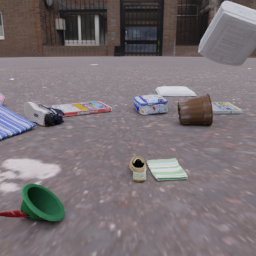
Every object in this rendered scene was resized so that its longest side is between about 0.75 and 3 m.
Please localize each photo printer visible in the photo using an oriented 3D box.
[{"bbox_3d":[3.083,-2.668,8.357,1.558,1.873,0.650,17,60,-2],"label":"photo printer"}]

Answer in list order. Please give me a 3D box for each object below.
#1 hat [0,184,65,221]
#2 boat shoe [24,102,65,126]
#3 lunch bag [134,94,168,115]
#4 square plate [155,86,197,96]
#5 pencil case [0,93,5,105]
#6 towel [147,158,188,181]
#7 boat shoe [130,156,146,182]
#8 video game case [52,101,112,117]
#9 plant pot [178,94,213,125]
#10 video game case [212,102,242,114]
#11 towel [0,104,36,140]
[{"bbox_3d":[-1.425,1.259,3.996,0.814,0.716,0.674,41,8,15],"label":"hat"},{"bbox_3d":[-2.636,-0.442,8.830,0.745,0.600,1.607,-4,22,-43],"label":"boat shoe"},{"bbox_3d":[0.780,-0.859,10.109,1.129,0.532,1.409,-5,17,-10],"label":"lunch bag"},{"bbox_3d":[2.279,-1.807,13.615,1.744,0.250,1.761,-1,17,-1],"label":"square plate"},{"bbox_3d":[-4.977,-1.001,10.543,0.533,0.533,1.219,-4,18,-12],"label":"pencil case"},{"bbox_3d":[0.751,0.797,5.468,0.637,0.098,0.836,-3,18,-6],"label":"towel"},{"bbox_3d":[0.207,0.712,5.398,0.330,0.296,0.893,-2,17,-6],"label":"boat shoe"},{"bbox_3d":[-1.703,-0.713,10.211,1.874,0.164,1.340,-9,19,-24],"label":"video game case"},{"bbox_3d":[1.997,-0.511,8.450,0.930,0.940,0.940,-6,17,6],"label":"plant pot"},{"bbox_3d":[3.315,-0.751,10.357,1.285,0.156,1.412,0,17,-1],"label":"video game case"},{"bbox_3d":[-4.145,-0.129,7.266,2.021,0.333,2.791,26,27,22],"label":"towel"}]
